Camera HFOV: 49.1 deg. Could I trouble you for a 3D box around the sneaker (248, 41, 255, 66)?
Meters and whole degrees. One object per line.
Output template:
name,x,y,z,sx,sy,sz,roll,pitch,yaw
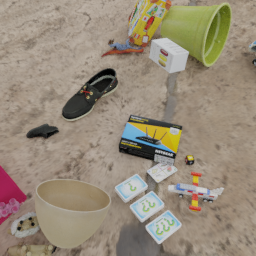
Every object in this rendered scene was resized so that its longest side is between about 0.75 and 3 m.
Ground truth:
sneaker,6.016,-2.620,11.985,1.014,1.005,2.797,-23,59,23

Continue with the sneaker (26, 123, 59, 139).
sneaker,-3.139,0.187,10.316,1.093,0.328,0.570,-30,56,-23

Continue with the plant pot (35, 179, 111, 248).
plant pot,-1.657,2.496,7.936,2.096,2.096,1.407,15,99,10

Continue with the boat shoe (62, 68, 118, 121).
boat shoe,-1.525,-1.383,11.088,1.032,0.884,2.820,39,65,21

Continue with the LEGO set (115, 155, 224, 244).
LEGO set,1.390,1.825,8.768,2.947,0.723,2.202,-26,51,-26

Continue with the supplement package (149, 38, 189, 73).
supplement package,1.405,-2.547,9.774,0.682,0.708,1.244,-18,45,-27

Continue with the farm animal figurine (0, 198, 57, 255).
farm animal figurine,-3.313,3.482,7.623,2.086,1.299,2.583,36,58,0

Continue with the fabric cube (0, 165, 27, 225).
fabric cube,-4.897,1.731,7.980,2.425,2.464,2.472,33,62,22

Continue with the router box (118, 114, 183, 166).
router box,0.821,0.392,10.030,1.993,0.509,1.487,13,54,10

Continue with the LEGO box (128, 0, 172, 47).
LEGO box,0.916,-5.242,12.705,0.930,2.411,1.796,14,52,-20

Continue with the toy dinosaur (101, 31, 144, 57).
toy dinosaur,-0.126,-3.625,12.938,1.541,0.892,1.699,31,98,5

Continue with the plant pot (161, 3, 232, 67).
plant pot,2.843,-4.280,12.292,2.378,2.587,2.587,25,59,29
